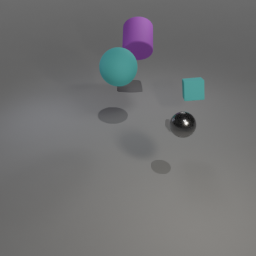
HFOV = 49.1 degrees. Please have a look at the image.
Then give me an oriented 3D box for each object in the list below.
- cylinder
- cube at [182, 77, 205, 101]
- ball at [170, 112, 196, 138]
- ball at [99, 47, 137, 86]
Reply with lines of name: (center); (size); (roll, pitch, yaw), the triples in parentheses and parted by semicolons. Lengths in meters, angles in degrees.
cylinder: (0.453, -4.111, 12.940); (1.400, 1.400, 1.400); (1, 69, 2)
cube: (2.323, -1.395, 10.014); (0.700, 0.700, 0.700); (-4, 18, 7)
ball: (1.456, -0.088, 7.435); (0.700, 0.700, 0.700); (0, 32, 0)
ball: (-0.352, -2.229, 10.257); (1.400, 1.400, 1.400); (0, 32, 0)
